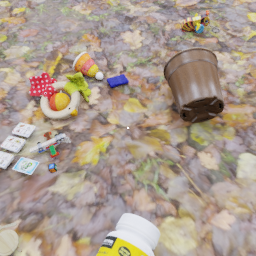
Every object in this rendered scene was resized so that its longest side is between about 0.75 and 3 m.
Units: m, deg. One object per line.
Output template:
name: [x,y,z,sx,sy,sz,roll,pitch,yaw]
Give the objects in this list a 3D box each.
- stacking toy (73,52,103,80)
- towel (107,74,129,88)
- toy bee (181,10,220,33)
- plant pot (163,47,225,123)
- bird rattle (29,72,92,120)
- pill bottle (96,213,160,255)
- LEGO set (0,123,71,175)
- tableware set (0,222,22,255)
stacking toy: [-1.610,-2.551,12.098,1.341,0.980,0.980,37,58,8]
towel: [-0.437,-2.002,11.989,0.833,0.206,0.615,-17,46,-13]
toy bee: [3.712,-5.493,14.293,1.927,1.048,1.262,-16,51,-12]
plant pot: [2.534,-1.467,10.482,2.137,2.137,2.116,-4,59,-3]
bird rattle: [-2.682,-1.268,10.776,2.440,1.375,1.989,-2,67,2]
pill bottle: [-0.178,3.412,6.788,1.358,1.358,2.376,21,53,16]
LEGO set: [-3.215,0.824,9.612,2.512,0.617,1.877,11,52,22]
tableware set: [-3.680,3.232,7.639,1.483,0.297,0.980,-12,63,-3]
